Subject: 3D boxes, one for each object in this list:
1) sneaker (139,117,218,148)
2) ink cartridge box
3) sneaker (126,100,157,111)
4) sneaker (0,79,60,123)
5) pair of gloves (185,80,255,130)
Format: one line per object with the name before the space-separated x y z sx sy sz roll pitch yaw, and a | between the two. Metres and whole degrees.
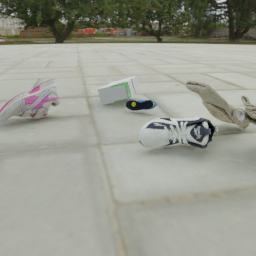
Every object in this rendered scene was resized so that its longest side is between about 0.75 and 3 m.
sneaker | 1.232 0.101 6.294 1.801 0.719 1.172 1 -3 -26
ink cartridge box | -0.303 -1.433 10.533 1.083 0.624 1.484 -10 16 22
sneaker | 0.450 -0.755 9.270 1.067 0.352 0.418 0 4 28
sneaker | -2.879 -0.662 8.415 2.099 0.926 0.854 -35 16 -29
pair of gloves | 2.786 -0.280 6.796 2.234 0.461 2.627 27 3 -43
